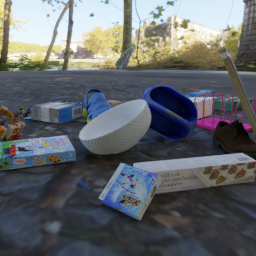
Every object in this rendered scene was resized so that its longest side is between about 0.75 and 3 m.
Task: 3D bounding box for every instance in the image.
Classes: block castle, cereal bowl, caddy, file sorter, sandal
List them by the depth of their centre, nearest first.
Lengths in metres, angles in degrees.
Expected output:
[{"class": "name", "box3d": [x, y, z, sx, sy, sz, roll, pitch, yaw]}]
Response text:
[{"class": "cereal bowl", "box3d": [-0.261, 0.080, 8.173, 2.191, 0.912, 2.191, -25, 19, 9]}, {"class": "block castle", "box3d": [-4.141, 0.011, 8.485, 1.188, 0.834, 1.778, 37, 17, 12]}, {"class": "caddy", "box3d": [1.285, -0.506, 9.313, 2.157, 1.525, 1.132, 28, 1, -18]}, {"class": "file sorter", "box3d": [3.694, -0.626, 10.868, 1.385, 1.250, 1.993, -12, 19, -37]}, {"class": "sandal", "box3d": [-1.265, -0.896, 11.855, 1.190, 1.304, 2.994, -5, 17, -23]}]

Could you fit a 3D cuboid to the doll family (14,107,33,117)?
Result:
[{"class": "doll family", "box3d": [-4.787, -0.756, 13.102, 1.023, 0.402, 0.592, -5, 11, -37]}]

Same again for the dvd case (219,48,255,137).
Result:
[{"class": "dvd case", "box3d": [3.368, -1.085, 8.304, 0.209, 2.619, 1.948, -23, 0, 25]}]

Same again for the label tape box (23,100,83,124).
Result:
[{"class": "label tape box", "box3d": [-3.351, -0.772, 12.490, 2.179, 0.690, 1.571, 8, 17, 27]}]

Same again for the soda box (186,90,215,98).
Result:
[{"class": "soda box", "box3d": [4.098, -1.680, 15.807, 0.674, 0.712, 2.100, 13, 20, 40]}]

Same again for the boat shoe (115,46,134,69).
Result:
[{"class": "boat shoe", "box3d": [-0.153, -2.777, 11.010, 0.349, 1.126, 0.406, 26, 40, -16]}]

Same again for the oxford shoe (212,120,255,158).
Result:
[{"class": "oxford shoe", "box3d": [3.183, 0.271, 8.247, 0.779, 0.905, 2.144, -3, 17, -16]}]

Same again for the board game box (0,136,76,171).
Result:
[{"class": "board game box", "box3d": [-2.594, 0.651, 7.815, 2.006, 0.367, 1.517, -5, 15, -20]}]

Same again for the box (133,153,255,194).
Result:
[{"class": "box", "box3d": [1.496, 0.992, 6.215, 2.753, 0.533, 0.570, -4, 16, -14]}]

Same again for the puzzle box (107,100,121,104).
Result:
[{"class": "puzzle box", "box3d": [-0.872, -1.550, 16.518, 0.796, 0.101, 0.529, 10, 17, 33]}]

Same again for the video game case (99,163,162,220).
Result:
[{"class": "video game case", "box3d": [0.036, 1.163, 5.302, 0.949, 0.216, 0.860, 12, 58, 38]}]

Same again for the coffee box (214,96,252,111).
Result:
[{"class": "coffee box", "box3d": [5.458, -1.311, 14.885, 2.200, 0.484, 1.352, -13, 20, -42]}]

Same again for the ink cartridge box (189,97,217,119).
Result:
[{"class": "ink cartridge box", "box3d": [2.887, -0.888, 12.526, 1.366, 0.785, 2.332, 6, 15, 45]}]
